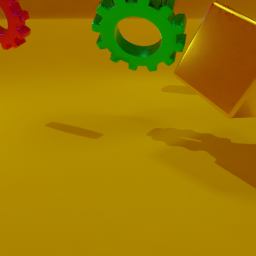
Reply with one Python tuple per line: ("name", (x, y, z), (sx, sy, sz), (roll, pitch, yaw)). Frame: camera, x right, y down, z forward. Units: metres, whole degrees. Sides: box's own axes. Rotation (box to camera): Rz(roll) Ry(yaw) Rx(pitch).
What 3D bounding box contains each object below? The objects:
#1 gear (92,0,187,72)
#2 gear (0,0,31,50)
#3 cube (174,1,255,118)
("gear", (0.229, -1.973, 5.793), (1.911, 1.911, 0.353), (6, 58, 15))
("gear", (-2.889, -2.528, 6.181), (1.570, 1.570, 0.290), (12, 44, 25))
("cube", (1.924, -1.103, 4.832), (1.363, 1.363, 1.363), (-3, 41, -45))
